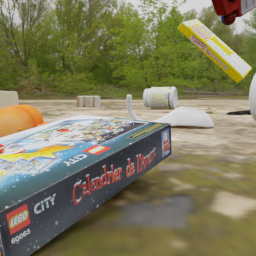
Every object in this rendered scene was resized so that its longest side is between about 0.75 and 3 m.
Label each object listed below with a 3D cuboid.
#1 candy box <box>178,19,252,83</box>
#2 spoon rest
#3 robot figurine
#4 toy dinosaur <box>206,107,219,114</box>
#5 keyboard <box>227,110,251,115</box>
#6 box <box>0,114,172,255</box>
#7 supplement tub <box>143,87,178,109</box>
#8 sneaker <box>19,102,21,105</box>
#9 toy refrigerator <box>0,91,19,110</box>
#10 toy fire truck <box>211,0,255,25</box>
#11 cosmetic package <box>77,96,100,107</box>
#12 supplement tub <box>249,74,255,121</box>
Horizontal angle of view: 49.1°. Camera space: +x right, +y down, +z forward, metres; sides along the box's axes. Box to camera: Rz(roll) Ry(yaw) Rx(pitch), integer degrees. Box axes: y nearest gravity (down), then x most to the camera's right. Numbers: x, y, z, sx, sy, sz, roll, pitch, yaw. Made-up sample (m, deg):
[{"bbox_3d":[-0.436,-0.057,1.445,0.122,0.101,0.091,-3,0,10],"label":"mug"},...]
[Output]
[{"bbox_3d":[3.000,-2.692,9.563,1.381,2.701,0.357,-35,-13,-47],"label":"candy box"},{"bbox_3d":[1.186,-0.319,8.197,2.645,0.802,1.314,14,9,1],"label":"spoon rest"},{"bbox_3d":[-1.998,-0.035,5.086,0.944,0.765,1.313,40,3,-7],"label":"robot figurine"},{"bbox_3d":[4.176,-0.827,13.920,0.514,0.296,1.017,24,27,34],"label":"toy dinosaur"},{"bbox_3d":[5.367,-0.736,13.162,0.921,0.197,1.534,6,10,42],"label":"keyboard"},{"bbox_3d":[-0.632,0.293,2.566,1.329,0.367,1.946,8,19,35],"label":"box"},{"bbox_3d":[2.037,-1.877,17.564,1.909,1.384,1.384,3,8,23],"label":"supplement tub"},{"bbox_3d":[-5.207,-0.780,11.793,1.173,0.769,2.031,-7,-2,-14],"label":"sneaker"},{"bbox_3d":[-3.734,-0.442,7.157,0.862,0.935,2.464,-8,6,6],"label":"toy refrigerator"},{"bbox_3d":[2.551,-3.429,6.488,1.184,1.773,2.111,18,47,43],"label":"toy fire truck"},{"bbox_3d":[-2.861,-1.922,20.329,1.602,0.828,0.699,0,8,11],"label":"cosmetic package"},{"bbox_3d":[5.047,-0.878,7.730,1.788,1.788,2.710,-6,10,-40],"label":"supplement tub"}]
